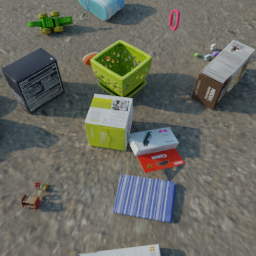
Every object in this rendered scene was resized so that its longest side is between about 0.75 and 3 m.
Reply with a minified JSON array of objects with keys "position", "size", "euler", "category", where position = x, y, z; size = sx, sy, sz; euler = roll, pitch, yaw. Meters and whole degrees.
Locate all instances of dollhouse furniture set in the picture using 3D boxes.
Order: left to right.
[{"position":[-2.786,2.018,8.448],"size":[0.465,0.351,0.863],"euler":[11,37,9],"category":"dollhouse furniture set"}]

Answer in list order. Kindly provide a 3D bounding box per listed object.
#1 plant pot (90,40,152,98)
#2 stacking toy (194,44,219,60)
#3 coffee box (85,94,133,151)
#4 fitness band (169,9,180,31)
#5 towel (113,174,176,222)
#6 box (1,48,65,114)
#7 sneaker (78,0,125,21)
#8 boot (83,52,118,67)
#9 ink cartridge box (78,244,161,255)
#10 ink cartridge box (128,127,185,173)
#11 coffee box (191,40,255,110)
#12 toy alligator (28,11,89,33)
[{"position":[-0.238,-2.078,10.696],"size":[1.686,1.530,1.677],"euler":[36,62,24],"category":"plant pot"},{"position":[3.670,-3.176,12.290],"size":[1.245,0.293,0.939],"euler":[-26,57,-17],"category":"stacking toy"},{"position":[-0.597,-0.175,9.398],"size":[1.321,1.319,1.307],"euler":[8,54,6],"category":"coffee box"},{"position":[1.874,-4.331,11.252],"size":[0.149,0.798,0.573],"euler":[-5,21,-26],"category":"fitness band"},{"position":[0.521,2.097,8.456],"size":[1.748,0.208,1.266],"euler":[8,56,8],"category":"towel"},{"position":[-3.418,-1.742,10.344],"size":[1.046,1.684,1.698],"euler":[38,61,24],"category":"box"},{"position":[-1.344,-6.828,14.507],"size":[1.901,1.158,2.911],"euler":[-36,71,-22],"category":"sneaker"},{"position":[-1.155,-2.763,11.840],"size":[1.512,0.567,0.810],"euler":[-4,59,-4],"category":"boot"},{"position":[-0.106,4.052,6.809],"size":[2.105,0.495,2.081],"euler":[-6,55,-3],"category":"ink cartridge box"},{"position":[0.962,0.675,9.148],"size":[1.591,0.347,1.381],"euler":[-9,51,-26],"category":"ink cartridge box"},{"position":[3.642,-2.051,10.752],"size":[0.994,1.426,2.494],"euler":[35,62,22],"category":"coffee box"},{"position":[-3.302,-5.099,13.468],"size":[2.865,0.849,0.777],"euler":[-12,14,-9],"category":"toy alligator"}]
